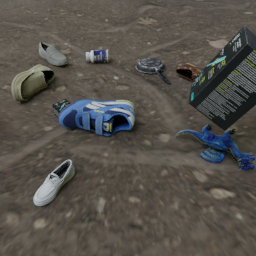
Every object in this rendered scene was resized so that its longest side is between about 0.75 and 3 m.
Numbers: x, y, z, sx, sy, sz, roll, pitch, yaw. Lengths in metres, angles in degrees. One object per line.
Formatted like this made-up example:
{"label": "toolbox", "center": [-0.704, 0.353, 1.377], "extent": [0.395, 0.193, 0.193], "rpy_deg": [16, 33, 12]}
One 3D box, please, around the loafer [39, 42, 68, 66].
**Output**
{"label": "loafer", "center": [-3.661, -3.585, 13.501], "extent": [2.088, 0.729, 0.730], "rpy_deg": [30, 48, 32]}

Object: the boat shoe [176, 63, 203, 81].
{"label": "boat shoe", "center": [2.917, -2.208, 11.890], "extent": [0.697, 0.697, 1.981], "rpy_deg": [-25, 38, -33]}

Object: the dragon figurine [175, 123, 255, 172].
{"label": "dragon figurine", "center": [2.601, 0.545, 8.482], "extent": [2.473, 0.728, 1.229], "rpy_deg": [13, 41, 13]}

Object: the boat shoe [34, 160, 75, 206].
{"label": "boat shoe", "center": [-2.019, 1.427, 7.597], "extent": [0.550, 0.488, 1.494], "rpy_deg": [17, 42, 19]}

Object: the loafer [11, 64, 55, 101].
{"label": "loafer", "center": [-3.769, -1.893, 11.292], "extent": [0.839, 0.930, 2.458], "rpy_deg": [5, 39, 15]}

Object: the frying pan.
{"label": "frying pan", "center": [1.084, -2.672, 12.746], "extent": [1.399, 0.376, 2.312], "rpy_deg": [-2, 36, -2]}

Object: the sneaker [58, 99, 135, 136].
{"label": "sneaker", "center": [-1.004, -0.319, 9.368], "extent": [2.648, 0.979, 1.089], "rpy_deg": [-6, 42, -6]}

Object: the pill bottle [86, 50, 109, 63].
{"label": "pill bottle", "center": [-1.466, -3.425, 13.423], "extent": [1.061, 0.589, 0.589], "rpy_deg": [-4, 40, -4]}

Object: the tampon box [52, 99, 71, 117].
{"label": "tampon box", "center": [-2.266, -0.608, 10.081], "extent": [0.565, 0.476, 0.753], "rpy_deg": [-28, 47, -30]}

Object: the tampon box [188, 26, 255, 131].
{"label": "tampon box", "center": [2.612, -1.201, 6.870], "extent": [1.209, 1.915, 1.435], "rpy_deg": [36, 37, -7]}
